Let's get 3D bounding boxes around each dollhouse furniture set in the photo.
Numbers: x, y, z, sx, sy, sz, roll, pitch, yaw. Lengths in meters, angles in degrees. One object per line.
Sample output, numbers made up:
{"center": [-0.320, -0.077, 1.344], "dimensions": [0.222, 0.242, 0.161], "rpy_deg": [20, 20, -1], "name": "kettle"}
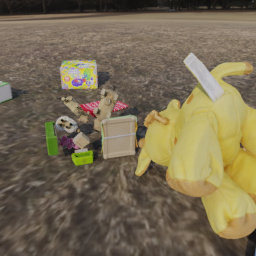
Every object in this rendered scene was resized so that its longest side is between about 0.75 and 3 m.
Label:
{"center": [-0.769, 0.170, 6.037], "dimensions": [1.906, 0.953, 0.736], "rpy_deg": [-8, 26, -14], "name": "dollhouse furniture set"}

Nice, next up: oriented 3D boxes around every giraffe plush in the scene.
{"center": [1.111, 0.288, 4.872], "dimensions": [2.297, 2.663, 2.159], "rpy_deg": [-29, 3, -27], "name": "giraffe plush"}

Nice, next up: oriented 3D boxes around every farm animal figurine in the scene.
{"center": [-0.894, -0.222, 6.548], "dimensions": [1.567, 1.265, 0.788], "rpy_deg": [-13, -3, -2], "name": "farm animal figurine"}

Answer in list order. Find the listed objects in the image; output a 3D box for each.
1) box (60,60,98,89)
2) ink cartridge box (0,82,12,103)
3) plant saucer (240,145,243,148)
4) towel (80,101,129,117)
{"center": [-1.903, -2.131, 11.049], "dimensions": [1.364, 0.832, 1.314], "rpy_deg": [-2, 25, -6], "name": "box"}
{"center": [-4.788, -1.191, 9.331], "dimensions": [1.410, 0.592, 1.021], "rpy_deg": [12, 28, 23], "name": "ink cartridge box"}
{"center": [2.881, 0.557, 5.489], "dimensions": [1.823, 0.323, 1.823], "rpy_deg": [-5, 13, 1], "name": "plant saucer"}
{"center": [-0.768, -0.678, 8.780], "dimensions": [1.307, 0.147, 0.945], "rpy_deg": [-18, 32, -34], "name": "towel"}
